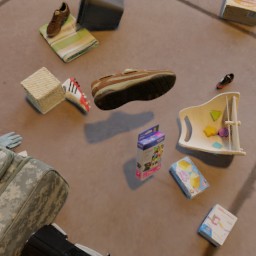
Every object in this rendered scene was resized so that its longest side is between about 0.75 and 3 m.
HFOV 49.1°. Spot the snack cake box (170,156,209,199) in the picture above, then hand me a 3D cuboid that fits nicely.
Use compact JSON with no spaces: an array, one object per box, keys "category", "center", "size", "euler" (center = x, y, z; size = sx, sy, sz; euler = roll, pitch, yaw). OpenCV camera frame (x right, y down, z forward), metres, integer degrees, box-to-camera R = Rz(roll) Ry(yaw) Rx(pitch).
[{"category":"snack cake box","center":[2.011,1.632,9.255],"size":[0.698,0.408,1.215],"euler":[-27,65,-14]}]

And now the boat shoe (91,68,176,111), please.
[{"category":"boat shoe","center":[0.155,-1.391,8.508],"size":[2.702,1.022,0.998],"euler":[-15,56,-20]}]

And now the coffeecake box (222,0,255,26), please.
[{"category":"coffeecake box","center":[5.432,-5.923,13.003],"size":[1.620,0.771,2.110],"euler":[17,64,9]}]

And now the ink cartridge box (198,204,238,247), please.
[{"category":"ink cartridge box","center":[2.742,2.957,8.553],"size":[0.722,0.423,0.999],"euler":[34,66,17]}]

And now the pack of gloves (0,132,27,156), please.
[{"category":"pack of gloves","center":[-4.476,1.004,9.709],"size":[1.839,0.363,1.545],"euler":[-16,62,-19]}]

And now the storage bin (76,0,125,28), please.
[{"category":"storage bin","center":[-1.114,-5.880,12.348],"size":[1.877,2.034,2.794],"euler":[9,61,-17]}]

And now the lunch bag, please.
[{"category":"lunch bag","center":[-3.608,2.160,8.128],"size":[2.500,2.077,2.981],"euler":[21,65,21]}]

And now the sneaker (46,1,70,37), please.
[{"category":"sneaker","center":[-3.121,-4.792,12.205],"size":[0.613,0.658,1.741],"euler":[17,65,10]}]

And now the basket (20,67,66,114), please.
[{"category":"basket","center":[-3.150,-1.424,10.555],"size":[1.198,0.964,1.187],"euler":[-40,68,-20]}]

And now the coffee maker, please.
[{"category":"coffee maker","center":[-1.768,3.574,7.362],"size":[2.075,1.993,1.398],"euler":[24,81,14]}]

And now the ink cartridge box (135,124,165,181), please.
[{"category":"ink cartridge box","center":[0.668,0.734,8.361],"size":[0.932,1.562,0.328],"euler":[-23,35,-38]}]

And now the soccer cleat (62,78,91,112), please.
[{"category":"soccer cleat","center":[-2.003,-1.182,10.682],"size":[0.723,0.582,1.697],"euler":[-31,67,0]}]

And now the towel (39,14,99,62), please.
[{"category":"towel","center":[-2.630,-4.029,12.248],"size":[1.762,0.362,2.362],"euler":[-34,67,-17]}]

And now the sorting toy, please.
[{"category":"sorting toy","center":[2.819,0.013,9.773],"size":[2.070,1.229,2.300],"euler":[2,63,10]}]

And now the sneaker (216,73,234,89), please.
[{"category":"sneaker","center":[3.865,-1.880,11.082],"size":[0.898,0.439,0.317],"euler":[-35,70,-15]}]
